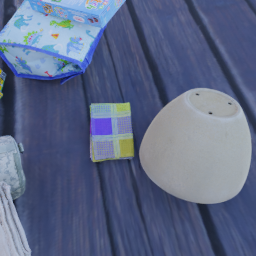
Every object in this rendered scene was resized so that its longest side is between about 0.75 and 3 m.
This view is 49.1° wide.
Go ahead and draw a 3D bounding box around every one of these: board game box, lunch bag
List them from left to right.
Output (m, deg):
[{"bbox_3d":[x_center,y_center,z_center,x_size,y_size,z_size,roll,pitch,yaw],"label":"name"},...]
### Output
[{"bbox_3d":[-3.213,0.936,5.888,1.939,1.627,1.351,-15,64,-27],"label":"lunch bag"},{"bbox_3d":[-2.049,-2.610,8.184,2.674,1.704,2.274,7,62,21],"label":"lunch bag"},{"bbox_3d":[-1.242,-3.600,7.511,2.296,0.420,1.737,22,63,21],"label":"board game box"}]

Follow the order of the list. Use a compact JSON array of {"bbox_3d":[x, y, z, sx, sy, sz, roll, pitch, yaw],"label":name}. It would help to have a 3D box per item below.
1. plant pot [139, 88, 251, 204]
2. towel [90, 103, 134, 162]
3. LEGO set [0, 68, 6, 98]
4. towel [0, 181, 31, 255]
[{"bbox_3d":[1.621,0.132,6.168,2.502,1.680,2.502,6,38,-5],"label":"plant pot"},{"bbox_3d":[-0.424,0.088,7.273,1.126,0.179,1.568,-1,76,-6],"label":"towel"},{"bbox_3d":[-4.250,-1.371,7.861,1.502,0.870,1.155,4,63,16],"label":"LEGO set"},{"bbox_3d":[-2.700,2.392,5.157,2.627,0.453,1.741,-48,56,21],"label":"towel"}]
